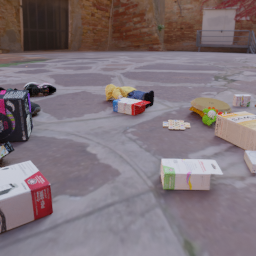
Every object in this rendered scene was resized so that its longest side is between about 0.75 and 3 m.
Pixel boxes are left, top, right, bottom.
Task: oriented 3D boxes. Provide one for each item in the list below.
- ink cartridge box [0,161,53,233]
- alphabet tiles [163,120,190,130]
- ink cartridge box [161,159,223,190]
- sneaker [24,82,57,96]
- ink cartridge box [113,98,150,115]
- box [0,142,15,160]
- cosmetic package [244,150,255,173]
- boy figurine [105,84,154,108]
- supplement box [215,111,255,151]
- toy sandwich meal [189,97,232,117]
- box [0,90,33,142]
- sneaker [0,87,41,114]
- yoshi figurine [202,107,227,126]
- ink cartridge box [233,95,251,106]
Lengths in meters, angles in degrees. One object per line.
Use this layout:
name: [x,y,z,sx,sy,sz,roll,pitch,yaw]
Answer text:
ink cartridge box: [-2.881,1.568,6.242,1.960,0.812,1.438,-14,25,-34]
alphabet tiles: [2.079,-0.124,12.029,1.158,0.084,1.132,2,21,6]
ink cartridge box: [1.685,1.247,7.594,1.520,0.512,0.890,1,20,2]
sneaker: [-5.346,-2.387,17.210,0.921,0.857,2.132,18,27,37]
ink cartridge box: [0.182,-1.062,13.900,1.668,0.561,0.969,13,23,34]
box: [-4.070,0.885,8.431,0.668,0.345,1.146,-29,8,24]
cosmetic package: [4.276,1.044,8.459,1.262,0.326,0.952,3,23,8]
boy figurine: [-0.129,-1.793,15.396,2.979,0.960,1.852,11,22,30]
supplement box: [4.497,0.139,10.131,1.472,0.859,2.336,-8,21,-22]
toy sandwich meal: [3.853,-0.878,13.336,2.107,0.721,2.107,5,24,-2]
box: [-5.145,-0.440,10.510,2.769,1.692,1.468,-4,20,-10]
sneaker: [-5.547,-1.302,13.756,2.931,1.162,1.105,11,21,25]
yoshi figurine: [3.760,-0.291,11.921,0.819,0.822,1.462,-47,52,-8]
ink cartridge box: [6.092,-1.469,15.000,0.817,0.592,0.343,0,20,-1]
